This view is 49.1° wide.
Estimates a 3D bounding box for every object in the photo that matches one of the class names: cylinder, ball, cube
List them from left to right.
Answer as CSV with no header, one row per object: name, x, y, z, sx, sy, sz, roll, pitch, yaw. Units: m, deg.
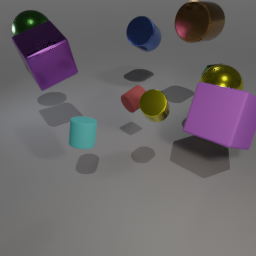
ball,-3.410,-3.486,10.063,1.400,1.400,1.400,0,31,0
cube,-2.706,-2.382,9.235,1.400,1.400,1.400,-31,56,-15
cylinder,-1.200,0.115,7.440,0.700,0.700,0.700,7,17,-2
cylinder,0.232,-0.982,9.457,0.700,0.700,0.700,-37,44,-20
cylinder,0.800,-4.580,13.758,1.400,1.400,1.400,12,8,20
cylinder,0.691,-0.556,7.179,0.700,0.700,0.700,10,-9,16
cylinder,2.658,-3.913,10.338,1.400,1.400,1.400,22,30,32
cube,3.528,-2.119,11.433,0.700,0.700,0.700,-9,70,-10
ball,3.028,-1.368,9.171,1.400,1.400,1.400,0,31,0
cube,2.606,-0.312,7.607,1.400,1.400,1.400,22,9,41
